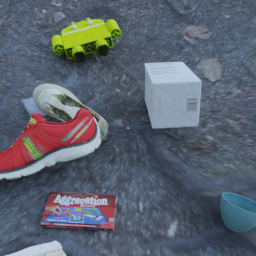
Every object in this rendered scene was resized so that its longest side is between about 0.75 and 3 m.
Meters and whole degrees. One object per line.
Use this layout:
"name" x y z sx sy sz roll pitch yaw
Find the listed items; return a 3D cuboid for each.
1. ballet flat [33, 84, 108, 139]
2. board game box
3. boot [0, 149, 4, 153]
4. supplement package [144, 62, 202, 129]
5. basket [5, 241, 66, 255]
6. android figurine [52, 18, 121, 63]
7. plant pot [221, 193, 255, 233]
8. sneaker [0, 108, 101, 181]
"ballet flat" -1.612 -0.534 7.224 2.524 0.877 0.877 29 56 16
"board game box" -1.027 1.770 6.021 1.511 0.147 0.778 2 47 4
"boot" -3.368 0.593 6.545 0.684 0.935 0.329 -52 36 -11
"supplement package" 1.046 -0.930 7.157 1.100 1.143 2.009 -2 26 -1
"basket" -1.536 2.773 3.988 1.313 1.618 1.632 41 92 22
"android figurine" -1.435 -3.104 9.546 2.328 0.525 2.557 -16 44 -3
"plant pot" 2.245 1.763 5.673 0.841 0.566 0.841 15 10 -3
"sneaker" -2.062 0.289 6.267 2.852 1.211 1.098 -19 11 -9
